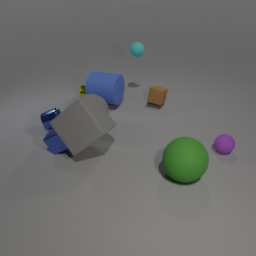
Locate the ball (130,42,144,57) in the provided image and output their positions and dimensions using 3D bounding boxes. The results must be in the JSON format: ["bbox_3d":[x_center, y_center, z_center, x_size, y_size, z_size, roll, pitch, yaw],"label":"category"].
[{"bbox_3d":[0.448,-3.794,13.600,0.700,0.700,0.700,0,31,0],"label":"ball"}]

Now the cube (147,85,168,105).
[{"bbox_3d":[1.392,-1.547,13.175,0.700,0.700,0.700,18,23,19],"label":"cube"}]

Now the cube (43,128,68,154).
[{"bbox_3d":[-2.478,0.387,10.051,0.700,0.700,0.700,-22,28,18],"label":"cube"}]

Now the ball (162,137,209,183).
[{"bbox_3d":[1.767,0.969,8.631,1.400,1.400,1.400,0,31,0],"label":"ball"}]

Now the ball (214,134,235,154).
[{"bbox_3d":[3.443,0.564,9.978,0.700,0.700,0.700,0,31,0],"label":"ball"}]

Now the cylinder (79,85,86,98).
[{"bbox_3d":[-1.961,-1.744,13.896,0.700,0.700,0.700,7,31,11],"label":"cylinder"}]

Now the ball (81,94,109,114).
[{"bbox_3d":[-1.487,-0.676,11.392,1.400,1.400,1.400,0,31,0],"label":"ball"}]

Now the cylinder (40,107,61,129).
[{"bbox_3d":[-3.083,-0.391,11.419,0.700,0.700,0.700,-21,30,7],"label":"cylinder"}]

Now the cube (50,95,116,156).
[{"bbox_3d":[-1.505,-0.135,9.654,1.400,1.400,1.400,-35,2,19],"label":"cube"}]

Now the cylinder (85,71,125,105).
[{"bbox_3d":[-1.046,-1.865,13.021,1.400,1.400,1.400,10,32,18],"label":"cylinder"}]
